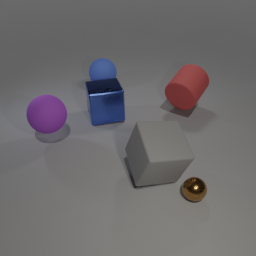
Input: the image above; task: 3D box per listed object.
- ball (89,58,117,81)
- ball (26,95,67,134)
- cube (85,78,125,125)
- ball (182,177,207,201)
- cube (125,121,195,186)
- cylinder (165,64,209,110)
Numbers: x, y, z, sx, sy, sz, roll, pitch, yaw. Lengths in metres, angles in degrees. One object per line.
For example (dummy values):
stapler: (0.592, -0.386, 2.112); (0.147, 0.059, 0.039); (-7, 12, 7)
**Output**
ball: (-1.274, -2.812, 14.165); (1.400, 1.400, 1.400); (0, 34, 0)
ball: (-2.897, -0.494, 10.031); (1.400, 1.400, 1.400); (0, 34, 0)
cube: (-0.961, -1.125, 11.708); (1.400, 1.400, 1.400); (-9, 33, -10)
ball: (1.932, 1.768, 8.114); (0.700, 0.700, 0.700); (0, 34, 0)
cube: (0.879, 0.752, 8.407); (1.400, 1.400, 1.400); (-2, 52, -20)
cylinder: (2.472, -1.716, 11.730); (1.400, 1.400, 1.400); (21, 55, 28)
